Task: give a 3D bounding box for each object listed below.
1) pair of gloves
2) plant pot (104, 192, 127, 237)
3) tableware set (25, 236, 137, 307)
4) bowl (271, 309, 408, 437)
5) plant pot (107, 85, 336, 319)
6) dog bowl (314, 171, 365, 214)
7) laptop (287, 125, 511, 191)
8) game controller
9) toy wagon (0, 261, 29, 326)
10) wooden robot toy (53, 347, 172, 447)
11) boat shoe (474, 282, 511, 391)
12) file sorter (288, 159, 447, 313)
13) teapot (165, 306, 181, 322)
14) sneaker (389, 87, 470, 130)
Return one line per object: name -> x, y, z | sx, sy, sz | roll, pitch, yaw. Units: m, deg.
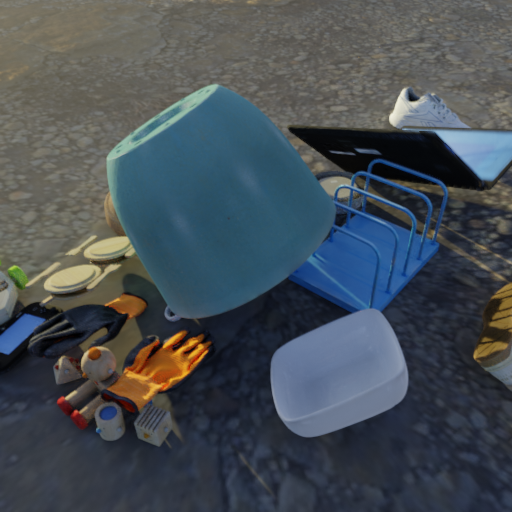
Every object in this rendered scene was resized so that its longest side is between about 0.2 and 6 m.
pair of gloves -> -2.019, 1.321, 8.694 | 2.561, 0.317, 2.282 | 20, 28, 25
plant pot -> -1.955, -1.449, 11.861 | 2.566, 1.184, 2.566 | 0, 38, 0
tableware set -> -2.936, 0.261, 10.173 | 1.441, 0.437, 2.180 | 1, 27, 21
bowl -> 1.183, 1.699, 7.901 | 1.872, 0.700, 1.874 | -25, 23, 8
plant pot -> -0.799, -1.096, 9.178 | 3.347, 2.686, 3.347 | -28, 23, 13
dog bowl -> 1.762, -1.390, 12.370 | 1.332, 0.391, 1.332 | -1, 38, 1
laptop -> 3.343, -2.624, 11.813 | 3.472, 2.023, 3.917 | 16, -6, 46
game controller -> -3.896, 1.314, 9.178 | 0.810, 0.327, 1.553 | 17, 42, 19
toy wagon -> -5.483, 0.587, 9.899 | 2.726, 0.539, 2.115 | 28, 47, 31
wooden robot toy -> -2.248, 1.829, 7.987 | 2.312, 1.049, 1.018 | 29, 47, 31
boat shoe -> 4.251, 1.173, 9.045 | 0.829, 0.921, 2.552 | 48, 43, -2
file sorter -> 2.087, -0.434, 10.307 | 1.802, 1.593, 2.596 | 27, 47, 30
teapot -> -1.088, 0.452, 9.818 | 1.192, 1.176, 0.870 | -11, -1, -45
sneaker -> 4.567, -3.534, 14.441 | 0.939, 1.097, 2.520 | -30, 49, -35
